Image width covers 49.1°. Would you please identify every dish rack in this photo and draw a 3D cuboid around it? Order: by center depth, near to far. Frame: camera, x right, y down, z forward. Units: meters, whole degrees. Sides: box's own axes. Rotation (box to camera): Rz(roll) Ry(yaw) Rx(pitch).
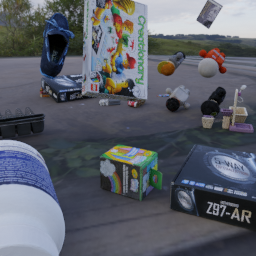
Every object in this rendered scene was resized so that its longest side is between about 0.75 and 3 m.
[{"bbox_3d":[-4.293,-0.286,10.257,2.033,0.723,2.650,-9,20,-28],"label":"dish rack"}]

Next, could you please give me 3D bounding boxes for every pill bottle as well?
[{"bbox_3d":[-1.803,1.308,4.155,1.525,1.525,2.748,-8,20,-22],"label":"pill bottle"}]

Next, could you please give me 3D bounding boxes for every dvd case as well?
[{"bbox_3d":[2.699,-3.820,9.335,0.065,0.810,0.602,-13,52,-46],"label":"dvd case"}]

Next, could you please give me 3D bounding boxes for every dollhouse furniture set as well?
[{"bbox_3d":[3.934,-1.006,10.941,1.812,1.623,2.287,6,19,17],"label":"dollhouse furniture set"}]

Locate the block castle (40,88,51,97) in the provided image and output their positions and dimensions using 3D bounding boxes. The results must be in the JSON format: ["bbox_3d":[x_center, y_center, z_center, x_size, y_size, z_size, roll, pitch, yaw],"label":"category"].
[{"bbox_3d":[-4.704,-2.083,16.032,0.651,0.457,0.974,-4,19,-12],"label":"block castle"}]

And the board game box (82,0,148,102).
[{"bbox_3d":[-0.337,-2.303,8.049,1.863,2.951,0.511,4,-7,-28],"label":"board game box"}]

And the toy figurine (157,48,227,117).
[{"bbox_3d":[2.810,-1.941,12.136,2.750,2.793,1.943,7,35,29],"label":"toy figurine"}]

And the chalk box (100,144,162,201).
[{"bbox_3d":[0.161,0.985,6.225,1.357,0.847,0.841,11,22,26],"label":"chalk box"}]

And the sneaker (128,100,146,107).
[{"bbox_3d":[0.407,-1.324,13.851,0.630,0.399,1.120,14,25,27],"label":"sneaker"}]

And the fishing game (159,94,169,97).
[{"bbox_3d":[2.051,-1.890,16.003,0.791,0.123,0.567,-13,20,-34],"label":"fishing game"}]

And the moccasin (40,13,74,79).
[{"bbox_3d":[-1.703,-2.136,6.995,0.781,1.941,0.662,10,-26,-30],"label":"moccasin"}]

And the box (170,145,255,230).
[{"bbox_3d":[2.541,1.210,5.894,2.804,0.610,2.247,9,20,24],"label":"box"}]

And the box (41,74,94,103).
[{"bbox_3d":[-3.133,-2.269,15.596,2.720,0.592,2.179,-13,37,-35],"label":"box"}]

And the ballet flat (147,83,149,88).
[{"bbox_3d":[0.594,-2.697,18.064,1.480,0.499,0.471,0,-9,-3],"label":"ballet flat"}]

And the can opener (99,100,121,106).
[{"bbox_3d":[-0.909,-1.286,13.915,1.075,0.283,0.357,-3,18,-11],"label":"can opener"}]
